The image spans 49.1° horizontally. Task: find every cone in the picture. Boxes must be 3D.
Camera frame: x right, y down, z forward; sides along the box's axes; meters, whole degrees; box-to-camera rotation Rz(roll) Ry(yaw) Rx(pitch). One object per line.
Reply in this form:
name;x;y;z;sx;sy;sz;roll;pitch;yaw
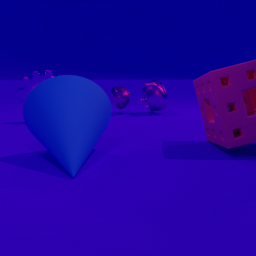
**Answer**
cone;-0.905;0.209;4.436;1.548;1.548;1.554;-2;37;-13

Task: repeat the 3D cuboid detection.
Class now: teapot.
teapot;0.906;-1.165;10.229;0.919;1.168;1.878;-20;-30;-2
teapot;-0.228;-1.171;10.335;0.686;0.871;1.401;-23;-15;-10

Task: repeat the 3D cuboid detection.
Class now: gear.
gear;-2.479;-0.956;8.421;1.550;1.550;0.287;-1;15;-5

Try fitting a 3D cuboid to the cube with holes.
cube with holes;2.188;-0.491;5.336;1.340;1.340;1.340;-14;3;2
